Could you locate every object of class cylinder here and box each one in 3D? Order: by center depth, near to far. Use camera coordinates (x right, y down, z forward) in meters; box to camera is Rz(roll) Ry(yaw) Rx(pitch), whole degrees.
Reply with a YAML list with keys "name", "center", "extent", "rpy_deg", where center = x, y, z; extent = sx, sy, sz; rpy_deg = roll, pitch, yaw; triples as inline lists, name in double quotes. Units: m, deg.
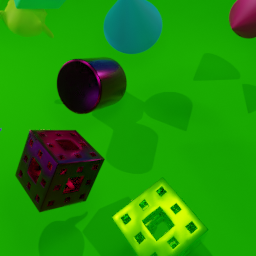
- name: "cylinder"
  center: [-0.877, -1.092, 7.004]
  extent: [1.293, 1.293, 1.293]
  rpy_deg: [29, 26, 18]

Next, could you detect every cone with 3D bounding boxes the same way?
- name: "cone"
  center: [0.052, -2.848, 6.787]
  extent: [1.582, 1.588, 1.582]
  rpy_deg: [-1, 83, 5]
- name: "cone"
  center: [3.082, -2.875, 7.637]
  extent: [1.198, 1.198, 1.202]
  rpy_deg: [36, 50, 22]

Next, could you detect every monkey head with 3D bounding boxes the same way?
- name: "monkey head"
  center: [-2.835, -3.117, 7.632]
  extent: [1.763, 1.269, 1.063]
  rpy_deg: [13, 73, -10]

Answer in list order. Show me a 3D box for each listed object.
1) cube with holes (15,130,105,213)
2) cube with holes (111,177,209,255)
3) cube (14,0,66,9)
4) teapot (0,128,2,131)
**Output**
- name: "cube with holes"
  center: [-1.341, 0.768, 5.462]
  extent: [1.071, 1.071, 1.071]
  rpy_deg: [0, 31, -48]
- name: "cube with holes"
  center: [0.613, 1.936, 5.327]
  extent: [1.198, 1.198, 1.198]
  rpy_deg: [-36, 60, -11]
- name: "cube"
  center: [-2.109, -3.574, 6.622]
  extent: [1.123, 1.123, 1.123]
  rpy_deg: [-15, 99, -30]
- name: "teapot"
  center: [-3.002, 0.551, 4.854]
  extent: [1.140, 0.897, 1.833]
  rpy_deg: [39, 40, 10]
